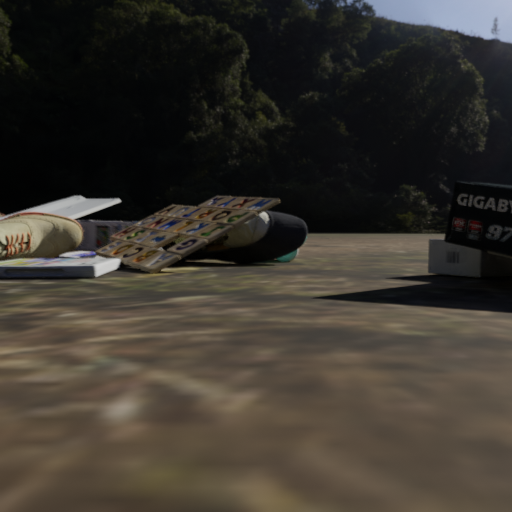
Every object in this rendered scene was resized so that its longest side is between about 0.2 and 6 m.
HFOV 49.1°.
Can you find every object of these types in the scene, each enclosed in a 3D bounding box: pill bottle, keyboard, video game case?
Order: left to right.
[{"bbox_3d":[-5.136,-0.757,12.801,1.478,0.280,5.252,7,19,18],"label":"keyboard"},{"bbox_3d":[-2.463,0.146,6.834,1.333,0.162,1.465,0,3,-3],"label":"video game case"},{"bbox_3d":[0.482,-0.131,9.471,0.441,0.441,0.805,0,4,1],"label":"pill bottle"}]

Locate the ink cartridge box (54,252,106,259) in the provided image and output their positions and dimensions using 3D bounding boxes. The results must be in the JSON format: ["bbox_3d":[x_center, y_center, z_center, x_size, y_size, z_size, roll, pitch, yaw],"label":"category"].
[{"bbox_3d":[-2.874,0.037,8.992,0.693,0.165,0.702,4,10,31],"label":"ink cartridge box"}]

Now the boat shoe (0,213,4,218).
[{"bbox_3d":[-6.348,-0.644,13.725,1.031,1.028,2.857,1,3,26],"label":"boat shoe"}]

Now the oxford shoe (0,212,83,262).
[{"bbox_3d":[-3.421,-0.133,7.738,2.232,0.790,0.824,-10,19,-36],"label":"oxford shoe"}]

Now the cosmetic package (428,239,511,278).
[{"bbox_3d":[2.501,0.022,6.515,0.695,0.427,0.693,-1,3,-35],"label":"cosmetic package"}]

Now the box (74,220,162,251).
[{"bbox_3d":[-2.422,-0.412,12.300,1.885,0.595,3.425,2,2,17],"label":"box"}]

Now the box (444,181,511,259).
[{"bbox_3d":[3.602,-0.229,5.497,2.850,0.656,2.265,-3,15,-41],"label":"box"}]

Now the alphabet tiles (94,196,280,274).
[{"bbox_3d":[-1.169,-0.427,8.266,2.103,0.095,2.516,-32,24,-28],"label":"alphabet tiles"}]

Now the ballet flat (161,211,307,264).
[{"bbox_3d":[-0.493,-0.349,8.817,2.552,0.932,0.932,-3,1,25],"label":"ballet flat"}]
